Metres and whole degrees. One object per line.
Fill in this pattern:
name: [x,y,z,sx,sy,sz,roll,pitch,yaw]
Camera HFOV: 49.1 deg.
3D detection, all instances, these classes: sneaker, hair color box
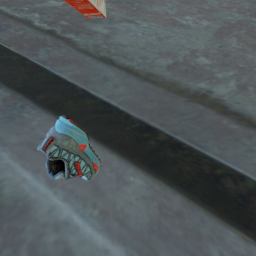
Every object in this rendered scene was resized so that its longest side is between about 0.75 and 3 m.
sneaker: [-0.743,0.377,3.402,0.494,1.246,0.595,30,66,27]
hair color box: [-0.818,-2.698,5.443,0.453,0.786,1.417,0,7,12]
